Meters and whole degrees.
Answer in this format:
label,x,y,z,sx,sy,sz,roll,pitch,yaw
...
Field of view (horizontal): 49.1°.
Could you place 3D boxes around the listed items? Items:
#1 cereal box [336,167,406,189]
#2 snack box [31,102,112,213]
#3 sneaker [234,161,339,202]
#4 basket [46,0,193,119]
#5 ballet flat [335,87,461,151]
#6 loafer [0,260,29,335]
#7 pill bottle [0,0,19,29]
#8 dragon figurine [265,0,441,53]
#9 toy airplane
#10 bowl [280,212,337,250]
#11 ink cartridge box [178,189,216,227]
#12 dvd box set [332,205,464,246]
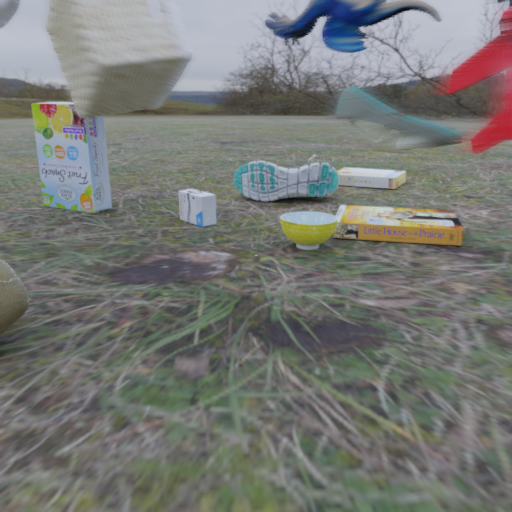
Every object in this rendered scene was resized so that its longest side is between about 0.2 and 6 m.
label,x,y,z,sx,sy,sz,roll,pitch,yaw
cereal box,3.083,-2.143,15.387,1.802,0.356,1.296,9,19,26
snack box,-4.013,-2.166,12.207,1.616,2.272,0.602,10,21,29
sneaker,0.743,-1.709,13.469,2.544,0.987,1.160,6,0,14
basket,-2.502,-3.830,9.896,1.709,2.106,2.125,-20,-3,-28
ballet flat,2.104,-1.921,8.447,1.916,0.610,0.646,24,16,2
loafer,-3.637,0.201,6.513,1.157,1.304,3.430,-12,31,-37
pill bottle,-3.432,-3.253,6.723,0.995,0.552,0.552,38,12,-13
dragon figurine,1.633,-4.087,9.765,2.860,1.422,0.842,17,38,4
toy airplane,2.761,-2.000,5.968,0.417,2.266,2.266,11,12,-25
bowl,0.880,-0.399,9.485,0.972,0.523,0.972,1,16,0
ink cartridge box,-1.239,-0.985,11.231,0.358,0.612,1.056,-13,21,-36
dvd box set,2.613,-0.605,10.471,2.234,0.328,1.635,4,17,13
